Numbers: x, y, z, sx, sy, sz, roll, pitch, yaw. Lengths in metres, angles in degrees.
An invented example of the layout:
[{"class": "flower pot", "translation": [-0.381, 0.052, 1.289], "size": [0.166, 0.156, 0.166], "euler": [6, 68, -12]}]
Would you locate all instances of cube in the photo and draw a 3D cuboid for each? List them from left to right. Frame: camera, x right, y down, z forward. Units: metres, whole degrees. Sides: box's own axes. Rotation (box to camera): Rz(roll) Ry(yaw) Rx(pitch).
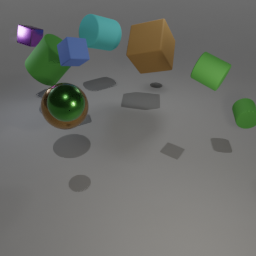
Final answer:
[{"class": "cube", "translation": [-3.934, -3.707, 11.291], "size": [0.700, 0.700, 0.700], "euler": [21, 22, 18]}, {"class": "cube", "translation": [-1.746, -2.416, 8.932], "size": [0.700, 0.700, 0.700], "euler": [-9, -3, -40]}, {"class": "cube", "translation": [0.923, -3.121, 10.892], "size": [1.400, 1.400, 1.400], "euler": [-1, 69, 27]}]

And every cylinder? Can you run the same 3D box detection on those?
[{"class": "cylinder", "translation": [-2.939, -2.575, 10.667], "size": [1.400, 1.400, 1.400], "euler": [37, 27, -23]}, {"class": "cylinder", "translation": [-1.251, -4.267, 12.613], "size": [1.400, 1.400, 1.400], "euler": [28, 23, 37]}, {"class": "cylinder", "translation": [1.979, -1.356, 6.713], "size": [0.700, 0.700, 0.700], "euler": [33, 41, 15]}, {"class": "cylinder", "translation": [3.675, -0.457, 8.751], "size": [0.700, 0.700, 0.700], "euler": [3, 41, 6]}]

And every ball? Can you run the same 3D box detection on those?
[{"class": "ball", "translation": [-1.887, -0.652, 8.403], "size": [1.400, 1.400, 1.400], "euler": [0, 32, 0]}, {"class": "ball", "translation": [-1.155, -0.467, 5.247], "size": [0.700, 0.700, 0.700], "euler": [0, 32, 0]}]
